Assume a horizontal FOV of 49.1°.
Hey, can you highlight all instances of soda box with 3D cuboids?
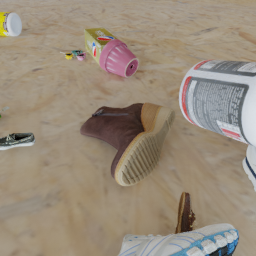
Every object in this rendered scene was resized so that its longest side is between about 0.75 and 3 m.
[{"bbox_3d":[-1.064,-3.423,11.677,0.941,0.889,2.778,-10,33,-18],"label":"soda box"}]

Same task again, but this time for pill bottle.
[{"bbox_3d":[2.086,-0.429,4.775,1.366,1.366,2.359,-16,22,-23],"label":"pill bottle"},{"bbox_3d":[-6.768,-5.444,14.605,2.133,1.165,1.165,7,33,12],"label":"pill bottle"}]

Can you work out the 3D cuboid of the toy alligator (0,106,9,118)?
[{"bbox_3d":[-3.585,-0.213,7.154,1.275,0.306,0.423,-29,10,-36],"label":"toy alligator"}]

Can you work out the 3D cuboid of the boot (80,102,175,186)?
[{"bbox_3d":[-0.261,0.248,6.233,2.065,0.898,2.482,3,35,32],"label":"boot"}]

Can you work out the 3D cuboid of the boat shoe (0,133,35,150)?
[{"bbox_3d":[-2.477,0.239,6.038,0.891,0.284,0.315,-8,48,-14],"label":"boat shoe"}]

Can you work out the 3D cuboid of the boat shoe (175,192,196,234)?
[{"bbox_3d":[0.880,1.360,4.215,0.269,0.270,0.766,11,72,2],"label":"boat shoe"}]

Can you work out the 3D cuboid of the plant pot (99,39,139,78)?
[{"bbox_3d":[-0.244,-2.360,9.884,1.066,1.191,1.191,38,46,24],"label":"plant pot"}]

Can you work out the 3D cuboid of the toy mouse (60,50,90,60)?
[{"bbox_3d":[-2.056,-3.028,11.668,1.078,0.235,1.213,-24,40,-32],"label":"toy mouse"}]

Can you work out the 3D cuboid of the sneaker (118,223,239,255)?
[{"bbox_3d":[0.445,1.683,3.733,2.258,0.846,0.978,-15,30,-22],"label":"sneaker"}]

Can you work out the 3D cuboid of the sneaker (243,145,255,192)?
[{"bbox_3d":[2.724,0.901,4.843,0.873,0.920,2.286,-3,34,-9],"label":"sneaker"}]
